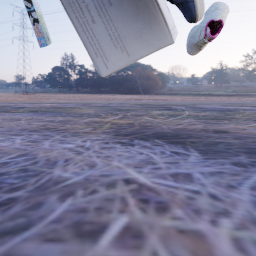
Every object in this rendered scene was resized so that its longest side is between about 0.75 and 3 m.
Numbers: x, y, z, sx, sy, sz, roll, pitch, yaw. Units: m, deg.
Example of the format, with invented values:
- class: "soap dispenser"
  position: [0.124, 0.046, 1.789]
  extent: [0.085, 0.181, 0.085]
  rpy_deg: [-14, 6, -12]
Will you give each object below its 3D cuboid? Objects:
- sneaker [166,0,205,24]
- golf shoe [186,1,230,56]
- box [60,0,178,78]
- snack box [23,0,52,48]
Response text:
- class: "sneaker"
  position: [0.254, -2.925, 5.016]
  extent: [1.198, 2.835, 1.063]
  rpy_deg: [-36, 13, 5]
- class: "golf shoe"
  position: [2.656, -3.254, 9.763]
  extent: [0.832, 1.012, 2.210]
  rpy_deg: [20, -37, -8]
- class: "box"
  position: [-0.083, -2.936, 7.176]
  extent: [2.020, 2.358, 2.346]
  rpy_deg: [-22, 17, 20]
- class: "snack box"
  position: [-2.665, -3.170, 8.254]
  extent: [0.277, 1.494, 0.868]
  rpy_deg: [-15, 23, 1]
